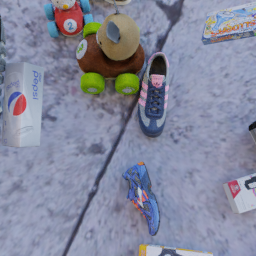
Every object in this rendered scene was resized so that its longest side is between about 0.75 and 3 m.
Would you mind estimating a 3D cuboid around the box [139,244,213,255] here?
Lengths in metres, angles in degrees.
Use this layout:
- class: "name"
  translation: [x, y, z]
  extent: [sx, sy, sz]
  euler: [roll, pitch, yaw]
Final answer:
- class: "box"
  translation: [1.215, 3.500, 6.642]
  extent: [1.986, 0.412, 1.183]
  euler: [1, 73, 15]

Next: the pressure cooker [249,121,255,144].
- class: "pressure cooker"
  translation: [4.040, 0.373, 7.215]
  extent: [1.405, 1.384, 1.573]
  euler: [-16, 75, -25]

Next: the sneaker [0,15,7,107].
- class: "sneaker"
  translation: [-2.839, -0.693, 4.380]
  extent: [1.553, 1.009, 2.690]
  euler: [4, 90, -13]

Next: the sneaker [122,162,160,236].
- class: "sneaker"
  translation: [0.358, 1.846, 7.252]
  extent: [0.735, 0.706, 1.875]
  euler: [-18, 65, 2]

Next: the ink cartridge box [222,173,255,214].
- class: "ink cartridge box"
  translation: [3.200, 1.671, 7.341]
  extent: [1.127, 0.467, 0.821]
  euler: [-17, 74, -5]

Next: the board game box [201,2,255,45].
- class: "board game box"
  translation: [2.396, -2.397, 6.440]
  extent: [1.264, 0.218, 0.856]
  euler: [0, 64, 36]

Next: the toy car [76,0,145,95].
- class: "toy car"
  translation: [-0.493, -2.346, 7.442]
  extent: [2.004, 2.540, 2.087]
  euler: [1, 73, 0]

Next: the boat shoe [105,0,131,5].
- class: "boat shoe"
  translation: [-1.065, -4.615, 9.065]
  extent: [2.416, 0.719, 0.868]
  euler: [12, 74, 4]

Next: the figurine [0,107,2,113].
- class: "figurine"
  translation: [-5.100, -1.101, 7.962]
  extent: [2.300, 1.015, 2.357]
  euler: [-20, 74, -2]

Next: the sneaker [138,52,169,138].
- class: "sneaker"
  translation: [0.720, -0.974, 7.847]
  extent: [0.849, 0.993, 2.420]
  euler: [3, 74, 1]

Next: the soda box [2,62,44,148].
- class: "soda box"
  translation: [-1.821, -0.386, 4.865]
  extent: [0.453, 0.487, 1.427]
  euler: [3, 90, 26]

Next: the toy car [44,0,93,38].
- class: "toy car"
  translation: [-1.868, -3.673, 8.364]
  extent: [1.416, 1.536, 1.359]
  euler: [-13, 74, -3]
